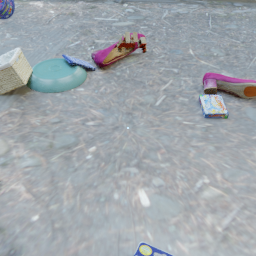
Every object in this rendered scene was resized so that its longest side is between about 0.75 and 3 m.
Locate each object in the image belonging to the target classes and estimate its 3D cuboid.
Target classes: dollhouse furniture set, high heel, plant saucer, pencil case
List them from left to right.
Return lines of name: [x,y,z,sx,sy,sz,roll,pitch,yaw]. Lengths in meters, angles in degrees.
pencil case: [-3.304,-3.164,7.017,0.800,0.718,1.841,-47,22,5]
plant saucer: [-3.131,-2.417,12.176,2.653,0.477,2.653,0,39,0]
high heel: [-0.233,-3.650,13.259,2.954,0.996,1.420,-29,35,-11]
dollhouse furniture set: [0.152,-2.808,9.489,0.935,0.487,0.945,-5,-6,-20]
high heel: [4.270,-1.824,11.167,2.505,0.843,1.201,-2,48,19]

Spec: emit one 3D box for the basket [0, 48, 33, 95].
basket: [-4.723,-2.261,11.155,1.376,1.107,1.364,-19,37,14]

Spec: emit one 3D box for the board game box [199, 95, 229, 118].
board game box: [3.153,-0.814,10.390,0.845,0.215,1.248,0,39,1]

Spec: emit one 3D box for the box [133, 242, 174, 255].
box: [0.375,3.250,5.294,1.176,0.315,1.941,17,43,20]

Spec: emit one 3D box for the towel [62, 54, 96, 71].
towel: [-2.220,-2.943,12.624,1.353,0.161,0.980,8,25,-42]
